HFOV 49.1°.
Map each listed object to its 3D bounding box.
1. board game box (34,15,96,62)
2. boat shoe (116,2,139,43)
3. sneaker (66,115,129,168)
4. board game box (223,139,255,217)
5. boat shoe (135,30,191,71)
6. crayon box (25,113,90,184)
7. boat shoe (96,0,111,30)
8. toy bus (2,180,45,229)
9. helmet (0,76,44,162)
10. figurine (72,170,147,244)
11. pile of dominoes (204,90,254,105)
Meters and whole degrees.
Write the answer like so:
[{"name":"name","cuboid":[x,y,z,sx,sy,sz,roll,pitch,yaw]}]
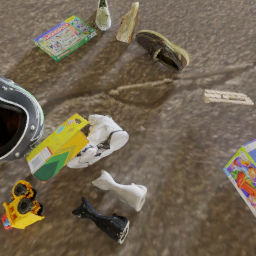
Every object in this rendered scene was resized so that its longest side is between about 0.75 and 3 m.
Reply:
[{"name":"board game box","cuboid":[-2.797,-4.070,12.578,1.558,0.337,2.315,39,66,20]},{"name":"boat shoe","cuboid":[0.014,-4.891,12.810,0.763,0.848,2.350,11,65,5]},{"name":"sneaker","cuboid":[-1.244,0.394,9.571,2.313,0.869,1.329,-26,61,-21]},{"name":"board game box","cuboid":[4.007,1.860,8.055,0.598,1.796,2.672,-22,63,-13]},{"name":"boat shoe","cuboid":[1.324,-3.253,11.713,2.624,0.960,0.850,31,58,17]},{"name":"crayon box","cuboid":[-2.145,0.572,8.958,2.236,0.568,1.420,-43,29,-9]},{"name":"boat shoe","cuboid":[-1.223,-5.430,13.246,0.697,0.601,1.937,-7,59,-4]},{"name":"toy bus","cuboid":[-3.300,2.399,8.426,1.219,0.862,1.270,-33,61,-1]},{"name":"helmet","cuboid":[-3.969,-0.231,8.954,2.629,2.507,2.629,-33,29,21]},{"name":"figurine","cuboid":[-0.551,2.265,8.522,1.734,0.765,1.777,24,60,18]},{"name":"pile of dominoes","cuboid":[3.631,-1.057,10.323,1.618,0.258,1.261,7,25,8]}]
